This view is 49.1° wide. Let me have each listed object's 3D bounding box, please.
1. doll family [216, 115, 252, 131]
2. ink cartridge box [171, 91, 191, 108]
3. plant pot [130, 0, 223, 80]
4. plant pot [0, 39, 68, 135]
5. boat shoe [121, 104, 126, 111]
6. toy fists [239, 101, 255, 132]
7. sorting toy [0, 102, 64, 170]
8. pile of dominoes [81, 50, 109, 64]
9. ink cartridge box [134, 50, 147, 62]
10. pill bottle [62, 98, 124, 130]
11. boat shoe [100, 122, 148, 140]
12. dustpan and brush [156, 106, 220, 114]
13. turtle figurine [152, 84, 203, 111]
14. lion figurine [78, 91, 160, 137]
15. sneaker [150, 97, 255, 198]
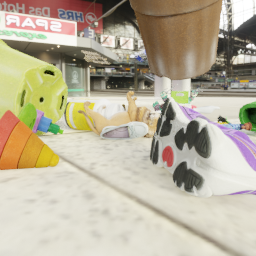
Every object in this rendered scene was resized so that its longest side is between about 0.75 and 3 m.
[{"bbox_3d":[2.354,0.026,6.872,0.872,0.592,1.508,3,12,-10],"label":"doll family"},{"bbox_3d":[2.357,-1.072,12.510,0.857,1.159,0.439,-1,8,-4],"label":"ink cartridge box"},{"bbox_3d":[1.319,-2.778,7.213,2.517,2.491,2.517,-8,43,8],"label":"plant pot"},{"bbox_3d":[-3.311,-1.043,7.802,2.690,2.926,2.926,17,14,25],"label":"plant pot"},{"bbox_3d":[-0.553,-0.852,13.502,0.515,0.575,1.552,-11,2,19],"label":"boat shoe"},{"bbox_3d":[4.284,-0.182,6.875,1.454,0.981,2.852,-14,16,-37],"label":"toy fists"},{"bbox_3d":[-1.668,0.183,5.286,1.019,1.026,2.958,22,6,-10],"label":"sorting toy"},{"bbox_3d":[-1.171,-2.433,9.849,0.713,0.146,0.915,45,28,22],"label":"pile of dominoes"},{"bbox_3d":[0.660,-3.211,12.485,0.408,0.192,0.868,36,-14,-22],"label":"ink cartridge box"},{"bbox_3d":[-1.008,-0.394,8.257,1.719,0.956,0.956,4,9,28],"label":"pill bottle"},{"bbox_3d":[-0.088,0.103,6.768,1.149,0.424,0.368,-3,13,7],"label":"boat shoe"},{"bbox_3d":[1.752,-0.406,9.294,2.455,0.703,1.713,3,8,18],"label":"dustpan and brush"},{"bbox_3d":[2.370,-1.278,13.696,1.915,1.288,2.558,3,-6,-24],"label":"turtle figurine"},{"bbox_3d":[-0.209,-0.183,7.276,2.122,1.299,0.769,-15,-19,6],"label":"lion figurine"},{"bbox_3d":[1.058,0.303,4.111,1.144,1.106,2.742,14,14,-12],"label":"sneaker"}]
